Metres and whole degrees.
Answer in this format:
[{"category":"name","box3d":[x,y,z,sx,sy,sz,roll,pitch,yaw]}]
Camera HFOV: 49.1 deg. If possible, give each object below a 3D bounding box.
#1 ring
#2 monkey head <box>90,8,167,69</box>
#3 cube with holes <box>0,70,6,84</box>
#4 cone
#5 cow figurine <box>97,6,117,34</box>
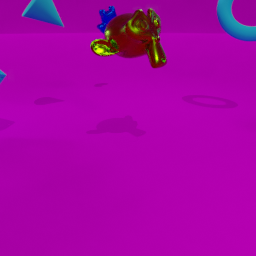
[{"category":"ring","box3d":[3.651,-3.515,8.110,2.063,2.063,0.413,7,-4,17]},{"category":"monkey head","box3d":[0.187,-1.850,6.172,1.175,1.403,1.951,-18,7,46]},{"category":"cube with holes","box3d":[-3.701,-1.278,6.917,0.762,0.762,0.762,39,7,0]},{"category":"cone","box3d":[-2.346,-3.383,8.327,1.093,1.089,1.089,36,0,-32]},{"category":"cow figurine","box3d":[-0.833,-4.308,11.265,0.975,0.960,0.535,-28,31,-17]}]
